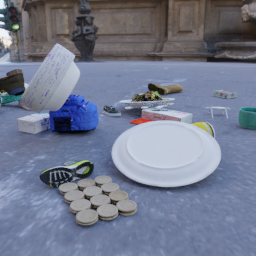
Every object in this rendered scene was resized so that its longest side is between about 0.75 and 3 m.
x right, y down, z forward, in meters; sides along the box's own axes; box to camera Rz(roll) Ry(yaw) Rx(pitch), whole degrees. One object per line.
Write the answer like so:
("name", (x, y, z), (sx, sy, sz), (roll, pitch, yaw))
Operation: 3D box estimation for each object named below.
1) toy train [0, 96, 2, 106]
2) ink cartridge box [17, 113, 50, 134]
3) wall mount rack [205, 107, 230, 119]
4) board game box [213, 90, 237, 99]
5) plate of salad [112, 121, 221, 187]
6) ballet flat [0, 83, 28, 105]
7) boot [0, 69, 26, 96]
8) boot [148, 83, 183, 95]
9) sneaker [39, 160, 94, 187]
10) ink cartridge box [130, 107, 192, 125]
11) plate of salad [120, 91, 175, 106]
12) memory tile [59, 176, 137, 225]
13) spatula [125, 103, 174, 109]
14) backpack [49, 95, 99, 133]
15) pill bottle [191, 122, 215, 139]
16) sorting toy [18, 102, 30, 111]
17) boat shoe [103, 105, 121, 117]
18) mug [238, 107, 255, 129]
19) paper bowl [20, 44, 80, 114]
("toy train", (-7.189, -1.081, 12.897), (2.567, 1.094, 1.463), (-5, 30, -22))
("ink cartridge box", (-3.490, -0.203, 10.753), (0.868, 0.501, 1.189), (8, 19, 25))
("wall mount rack", (4.078, -0.708, 12.655), (1.112, 0.415, 0.966), (2, 14, 6))
("board game box", (5.932, -2.071, 17.103), (0.827, 0.360, 1.121), (-11, 21, -30))
("plate of salad", (0.996, 0.659, 7.544), (2.858, 0.686, 2.858), (-4, 33, 2))
("ballet flat", (-5.709, -1.831, 14.324), (2.905, 1.022, 0.978), (-7, 33, 15))
("boot", (-3.655, -1.182, 8.462), (1.414, 0.685, 0.528), (-22, -5, 27))
("boot", (2.475, -2.631, 18.582), (1.867, 0.617, 1.635), (-17, 37, -40))
("sneaker", (-1.520, 1.069, 6.816), (1.360, 0.502, 0.550), (-5, 10, -41))
("ink cartridge box", (1.337, -0.412, 11.570), (2.009, 0.437, 1.744), (15, 21, 40))
("plate of salad", (0.901, -1.446, 13.440), (2.669, 0.641, 2.669), (-2, 8, 0))
("memory tile", (-0.670, 1.476, 5.934), (1.268, 0.139, 1.655), (-8, 18, -26))
("spatula", (0.978, -0.985, 13.123), (1.907, 0.220, 2.742), (2, 10, 19))
("backpack", (-1.929, -0.514, 10.318), (1.654, 1.388, 1.344), (3, 21, 4))
("pill bottle", (1.910, 0.274, 8.686), (1.439, 0.806, 0.806), (-8, 19, -26))
("sorting toy", (-4.960, -1.490, 14.562), (1.399, 0.279, 1.893), (-38, 41, -27))
("boat shoe", (-0.783, -0.804, 12.851), (0.429, 0.423, 1.192), (-15, 23, -41))
("mug", (4.899, -0.387, 10.994), (1.166, 0.721, 0.958), (-13, 21, -37))
("paper bowl", (-2.377, -1.454, 8.954), (1.163, 2.235, 2.235), (31, 9, -18))
